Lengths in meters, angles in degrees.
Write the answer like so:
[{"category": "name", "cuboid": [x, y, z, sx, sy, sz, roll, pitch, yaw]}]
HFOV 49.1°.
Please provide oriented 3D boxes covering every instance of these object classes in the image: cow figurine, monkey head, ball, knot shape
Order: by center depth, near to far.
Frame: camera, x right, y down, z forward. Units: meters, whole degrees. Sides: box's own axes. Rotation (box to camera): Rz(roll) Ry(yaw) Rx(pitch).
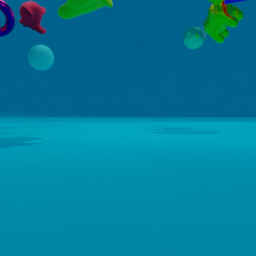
[{"category": "cow figurine", "cuboid": [-0.544, -2.090, 4.151, 1.358, 0.758, 1.380, -1, 26, 38]}, {"category": "knot shape", "cuboid": [-3.814, -2.934, 7.489, 1.485, 1.587, 0.733, -9, 2, -11]}, {"category": "cow figurine", "cuboid": [2.539, -3.406, 8.066, 1.514, 0.845, 1.539, 39, -31, 2]}, {"category": "ball", "cuboid": [-2.660, -2.155, 8.574, 0.761, 0.761, 0.761, 0, 2, 0]}, {"category": "monkey head", "cuboid": [-2.892, -3.442, 8.709, 0.927, 0.777, 1.289, 32, 23, -2]}, {"category": "ball", "cuboid": [2.291, -3.133, 9.745, 0.762, 0.762, 0.762, 0, 2, 0]}]

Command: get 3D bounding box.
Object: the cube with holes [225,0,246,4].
[{"category": "cube with holes", "cuboid": [2.725, -3.596, 6.551, 0.912, 0.912, 0.912, -3, 4, 19]}]
